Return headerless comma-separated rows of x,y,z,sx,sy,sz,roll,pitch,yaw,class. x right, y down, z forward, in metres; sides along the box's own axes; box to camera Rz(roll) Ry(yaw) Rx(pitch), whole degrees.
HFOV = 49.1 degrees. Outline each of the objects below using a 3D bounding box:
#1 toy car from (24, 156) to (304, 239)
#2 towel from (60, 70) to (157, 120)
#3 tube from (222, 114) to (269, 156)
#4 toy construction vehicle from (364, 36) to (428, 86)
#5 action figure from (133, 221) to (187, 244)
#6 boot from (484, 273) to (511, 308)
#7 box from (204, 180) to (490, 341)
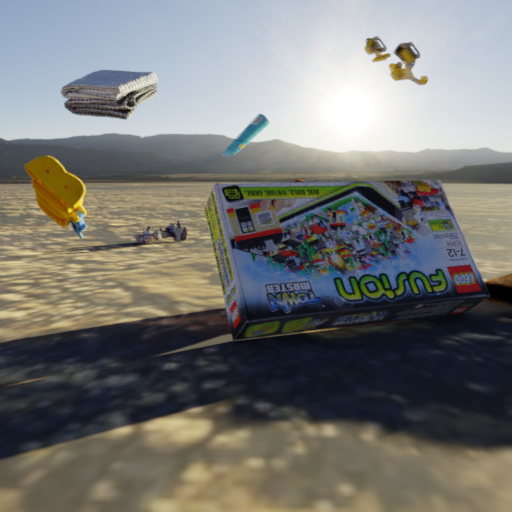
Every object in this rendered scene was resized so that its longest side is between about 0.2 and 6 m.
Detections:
-0.612,-0.418,5.731,3.028,1.485,1.008,27,-27,-7,toy car
-2.916,-3.286,11.331,1.585,0.678,1.312,10,34,22,towel
-0.229,-2.503,11.792,1.203,0.303,0.466,-46,22,-15,tube
2.702,-3.748,10.904,1.161,0.409,1.010,38,-9,-34,toy construction vehicle
-1.858,-0.415,10.633,1.035,0.359,0.673,-11,19,-35,action figure
3.395,0.247,6.068,2.593,0.888,2.441,-13,22,-25,boot
0.852,-0.036,5.236,2.464,1.356,0.428,-4,-27,-22,box
